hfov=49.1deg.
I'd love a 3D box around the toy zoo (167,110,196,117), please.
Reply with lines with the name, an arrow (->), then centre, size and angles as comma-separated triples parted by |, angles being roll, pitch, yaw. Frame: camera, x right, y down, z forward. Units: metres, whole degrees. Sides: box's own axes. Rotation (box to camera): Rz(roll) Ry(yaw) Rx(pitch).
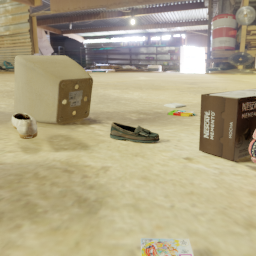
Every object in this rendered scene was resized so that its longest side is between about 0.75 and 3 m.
toy zoo -> 2.310, -0.627, 11.873 | 1.118, 0.114, 0.733 | 7, 16, 28

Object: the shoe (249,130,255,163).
shoe -> 2.857, 0.581, 5.276 | 2.983, 1.066, 1.357 | -6, 13, -44

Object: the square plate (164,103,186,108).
square plate -> 2.328, -1.127, 13.894 | 0.827, 0.118, 0.819 | -10, 18, -36

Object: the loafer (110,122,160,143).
loafer -> 0.170, 0.120, 8.125 | 1.506, 0.474, 0.541 | 5, 15, 18

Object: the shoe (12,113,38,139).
shoe -> -2.839, -0.195, 7.730 | 0.641, 0.489, 1.833 | -13, 21, -25

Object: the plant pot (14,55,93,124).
plant pot -> -2.702, -1.356, 10.780 | 2.125, 2.400, 2.397 | 26, 26, 33

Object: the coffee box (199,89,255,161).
coffee box -> 3.160, -0.216, 7.329 | 2.669, 1.509, 1.065 | -9, 16, -34

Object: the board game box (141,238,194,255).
board game box -> 0.445, 1.547, 3.055 | 0.603, 0.153, 0.897 | 0, 14, 1
